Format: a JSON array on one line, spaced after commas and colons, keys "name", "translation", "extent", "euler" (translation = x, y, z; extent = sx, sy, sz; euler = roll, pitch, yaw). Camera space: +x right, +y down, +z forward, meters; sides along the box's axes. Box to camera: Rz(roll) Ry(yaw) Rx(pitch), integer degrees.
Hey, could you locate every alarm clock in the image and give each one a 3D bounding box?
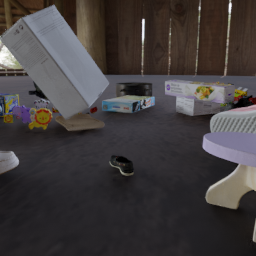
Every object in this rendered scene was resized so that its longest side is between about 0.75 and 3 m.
[{"name": "alarm clock", "translation": [0.312, -1.990, 14.942], "extent": [1.916, 0.945, 2.840], "euler": [-1, 15, -1]}]

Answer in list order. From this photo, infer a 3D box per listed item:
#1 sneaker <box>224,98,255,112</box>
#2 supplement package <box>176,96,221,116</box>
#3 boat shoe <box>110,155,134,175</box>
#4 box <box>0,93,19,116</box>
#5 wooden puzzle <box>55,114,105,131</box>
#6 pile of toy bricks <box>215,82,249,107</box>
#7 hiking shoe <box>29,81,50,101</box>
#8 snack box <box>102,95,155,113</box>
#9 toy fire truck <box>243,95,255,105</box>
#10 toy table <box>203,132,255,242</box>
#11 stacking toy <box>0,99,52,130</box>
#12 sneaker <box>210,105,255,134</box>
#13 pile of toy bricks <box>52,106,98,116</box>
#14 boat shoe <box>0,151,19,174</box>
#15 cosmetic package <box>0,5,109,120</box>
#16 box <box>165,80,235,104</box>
[{"name": "sneaker", "translation": [3.728, -0.462, 8.446], "extent": [1.845, 0.901, 0.652], "euler": [0, 10, -8]}, {"name": "supplement package", "translation": [2.723, -0.963, 10.876], "extent": [1.359, 0.754, 1.059], "euler": [-6, 15, -27]}, {"name": "boat shoe", "translation": [-0.120, 0.629, 5.174], "extent": [0.289, 0.247, 0.789], "euler": [-6, 13, -24]}, {"name": "box", "translation": [-5.427, -0.930, 10.686], "extent": [2.442, 0.785, 0.855], "euler": [3, 13, 16]}, {"name": "wooden puzzle", "translation": [-1.507, -0.157, 8.673], "extent": [1.192, 0.240, 1.288], "euler": [-7, 19, -28]}, {"name": "pile of toy bricks", "translation": [4.308, -1.280, 12.310], "extent": [0.993, 1.116, 2.012], "euler": [-40, 31, -8]}, {"name": "hiking shoe", "translation": [-2.247, -1.433, 8.832], "extent": [1.309, 0.985, 2.601], "euler": [-5, -16, -36]}, {"name": "snack box", "translation": [0.079, -1.068, 12.041], "extent": [1.369, 0.437, 2.357], "euler": [7, 15, 27]}, {"name": "toy fire truck", "translation": [5.217, -0.898, 10.976], "extent": [1.252, 0.805, 1.102], "euler": [-4, 8, 34]}, {"name": "toy table", "translation": [1.752, 0.646, 3.524], "extent": [1.615, 0.946, 1.485], "euler": [12, 17, 39]}, {"name": "stacking toy", "translation": [-3.831, -0.491, 8.803], "extent": [2.822, 0.663, 2.128], "euler": [0, 12, -14]}, {"name": "sneaker", "translation": [3.195, 0.033, 5.731], "extent": [1.547, 1.114, 2.960], "euler": [-10, 12, -19]}, {"name": "pile of toy bricks", "translation": [-1.809, -0.599, 9.783], "extent": [1.507, 0.836, 0.744], "euler": [-21, -9, -18]}, {"name": "boat shoe", "translation": [-2.906, 0.499, 4.740], "extent": [1.945, 0.674, 0.689], "euler": [-4, 14, -17]}, {"name": "cosmetic package", "translation": [-1.360, -1.285, 5.585], "extent": [0.793, 1.953, 1.102], "euler": [-21, 22, 34]}, {"name": "box", "translation": [2.344, -1.283, 9.551], "extent": [0.554, 0.518, 2.675], "euler": [-12, 18, -32]}]
